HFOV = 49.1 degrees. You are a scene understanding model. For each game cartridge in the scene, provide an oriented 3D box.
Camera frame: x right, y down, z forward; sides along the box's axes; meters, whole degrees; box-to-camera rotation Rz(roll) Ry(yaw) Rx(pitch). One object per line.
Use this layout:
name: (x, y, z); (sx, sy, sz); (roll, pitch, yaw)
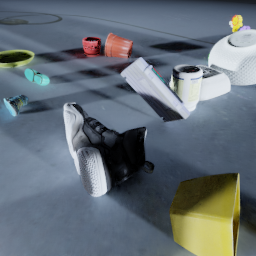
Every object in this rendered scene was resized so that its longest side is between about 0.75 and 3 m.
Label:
game cartridge: (0.669, -0.886, 6.934); (0.344, 1.794, 1.163); (-48, 12, -19)

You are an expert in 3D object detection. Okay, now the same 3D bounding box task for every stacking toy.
stacking toy: (4.429, -3.603, 11.296); (1.646, 2.183, 0.513); (-7, 66, -21)

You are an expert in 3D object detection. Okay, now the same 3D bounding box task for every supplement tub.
supplement tub: (1.659, -1.150, 8.093); (0.854, 1.178, 0.854); (0, 32, 0)

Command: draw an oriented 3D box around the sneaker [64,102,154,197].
sneaker: (-0.469, 0.248, 6.089); (1.533, 1.017, 2.694); (-12, 40, -19)

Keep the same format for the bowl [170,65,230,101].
bowl: (2.433, -1.619, 9.404); (1.650, 0.617, 1.652); (-19, 35, -28)

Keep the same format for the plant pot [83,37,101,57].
plant pot: (-1.574, -3.567, 12.380); (0.810, 0.738, 0.810); (-1, 32, 0)

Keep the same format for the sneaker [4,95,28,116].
sneaker: (-3.166, -0.703, 8.137); (0.642, 0.391, 0.983); (-21, 39, -28)

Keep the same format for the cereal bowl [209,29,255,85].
cereal bowl: (4.155, -2.704, 9.960); (2.596, 1.081, 2.596); (-14, 41, 12)

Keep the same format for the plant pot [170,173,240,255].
plant pot: (1.204, 1.354, 4.351); (0.915, 1.038, 1.038); (2, 30, 26)

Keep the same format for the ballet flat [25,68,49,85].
ballet flat: (-3.191, -1.781, 9.926); (1.274, 0.429, 0.448); (30, 18, 38)

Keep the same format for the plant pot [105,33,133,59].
plant pot: (-0.361, -3.479, 12.108); (1.002, 1.030, 1.030); (15, 34, 8)

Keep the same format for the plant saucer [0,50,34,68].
plant saucer: (-4.832, -2.875, 11.712); (1.807, 0.281, 1.807); (1, 32, 0)
